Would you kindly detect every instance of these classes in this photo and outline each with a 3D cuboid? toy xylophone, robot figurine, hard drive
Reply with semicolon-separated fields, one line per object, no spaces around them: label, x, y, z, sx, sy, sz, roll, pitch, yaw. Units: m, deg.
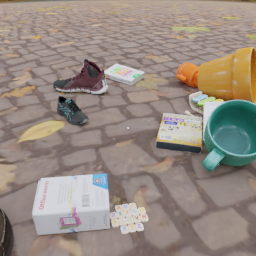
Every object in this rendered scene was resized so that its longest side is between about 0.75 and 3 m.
toy xylophone;3.338;-0.752;11.263;1.631;0.560;2.228;-28;40;-37
robot figurine;3.161;-2.680;14.056;1.249;1.013;1.736;-49;42;2
hard drive;3.343;-0.211;10.002;1.264;0.256;1.917;1;48;16

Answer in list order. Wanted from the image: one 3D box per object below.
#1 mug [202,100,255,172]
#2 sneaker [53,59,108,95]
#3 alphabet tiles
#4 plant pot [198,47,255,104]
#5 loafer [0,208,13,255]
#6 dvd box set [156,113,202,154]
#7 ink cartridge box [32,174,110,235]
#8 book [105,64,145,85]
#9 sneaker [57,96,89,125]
mug;3.069;0.292;8.525;2.195;1.357;1.804;-15;65;0
sneaker;-2.270;-2.500;13.184;2.694;1.556;1.019;4;31;7
alphabet tiles;0.023;2.190;6.876;0.905;0.066;0.886;-7;32;-10
plant pot;4.309;-2.122;12.138;2.196;2.398;2.398;0;27;32
loafer;-2.907;2.413;5.590;1.026;1.003;2.812;-11;33;-18
dvd box set;1.887;0.126;10.059;1.518;0.305;2.074;6;31;11
ink cartridge box;-1.333;1.818;6.843;1.718;0.727;1.242;-2;31;-6
book;-0.238;-2.804;14.871;1.891;0.454;1.263;21;40;28
sneaker;-2.252;-0.697;11.042;1.814;0.719;0.684;27;38;34
